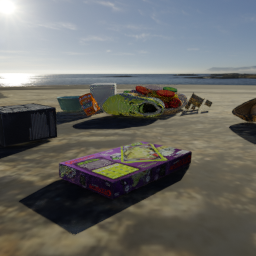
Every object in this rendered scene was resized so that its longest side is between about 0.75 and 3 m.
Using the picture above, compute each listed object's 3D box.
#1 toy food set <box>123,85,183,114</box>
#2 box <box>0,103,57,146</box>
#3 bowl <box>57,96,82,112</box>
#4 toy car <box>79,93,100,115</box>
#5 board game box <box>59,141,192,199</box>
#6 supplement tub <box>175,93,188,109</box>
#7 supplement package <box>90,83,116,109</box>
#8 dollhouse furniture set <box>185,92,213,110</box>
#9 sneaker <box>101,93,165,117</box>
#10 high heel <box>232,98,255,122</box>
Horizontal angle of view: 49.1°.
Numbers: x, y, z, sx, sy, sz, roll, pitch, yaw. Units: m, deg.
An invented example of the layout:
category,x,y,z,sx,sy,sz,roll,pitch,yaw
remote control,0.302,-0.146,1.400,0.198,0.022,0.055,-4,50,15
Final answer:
category,x,y,z,sx,sy,sz,roll,pitch,yaw
toy food set,1.159,-1.404,13.104,2.812,0.684,2.783,4,24,-1
box,-2.859,-0.137,7.440,1.409,0.875,1.420,-10,14,-41
bowl,-2.654,-1.117,13.072,1.303,0.681,1.303,0,10,0
toy car,-0.971,-0.981,11.835,2.115,1.037,0.704,-7,42,-1
board game box,0.038,0.638,5.018,1.297,0.349,2.161,15,18,41
supplement tub,2.531,-1.425,14.437,0.767,0.767,1.061,-2,11,-12
supplement package,-1.242,-1.701,14.604,1.233,1.237,2.109,0,11,0
dollhouse furniture set,3.417,-1.027,13.787,1.068,0.594,0.945,30,61,8
sneaker,0.203,-0.926,11.308,2.593,0.978,0.991,-1,9,2
high heel,4.415,-0.849,9.013,2.024,1.014,2.839,-1,-18,20
